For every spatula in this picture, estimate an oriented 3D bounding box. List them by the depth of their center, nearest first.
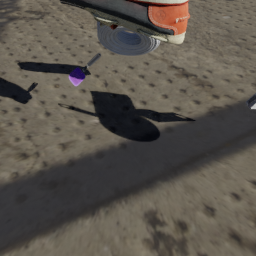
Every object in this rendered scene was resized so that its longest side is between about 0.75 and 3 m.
[{"bbox_3d":[-1.056,-1.564,7.168,0.124,0.342,1.210,-11,36,51],"label":"spatula"}]

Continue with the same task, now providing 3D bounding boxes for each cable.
[{"bbox_3d":[0.033,-2.727,7.881,1.856,1.856,0.643,8,76,2],"label":"cable"}]

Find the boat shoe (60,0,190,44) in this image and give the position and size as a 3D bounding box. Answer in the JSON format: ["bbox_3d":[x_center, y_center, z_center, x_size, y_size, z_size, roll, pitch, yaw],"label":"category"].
[{"bbox_3d":[-0.210,-2.287,5.320,2.848,0.891,1.014,19,47,22],"label":"boat shoe"}]

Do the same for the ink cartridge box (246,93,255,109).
[{"bbox_3d":[3.284,-0.719,6.290,0.959,0.779,0.274,-4,59,-25],"label":"ink cartridge box"}]
